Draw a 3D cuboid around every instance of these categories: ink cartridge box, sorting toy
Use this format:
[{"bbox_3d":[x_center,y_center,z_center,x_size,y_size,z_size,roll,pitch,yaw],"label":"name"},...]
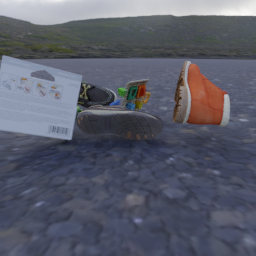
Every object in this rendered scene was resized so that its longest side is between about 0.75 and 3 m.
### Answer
[{"bbox_3d":[-2.092,-0.630,6.462,1.836,1.593,0.400,10,-1,-27],"label":"ink cartridge box"},{"bbox_3d":[0.242,-0.920,8.908,0.308,1.274,2.263,31,28,24],"label":"sorting toy"}]

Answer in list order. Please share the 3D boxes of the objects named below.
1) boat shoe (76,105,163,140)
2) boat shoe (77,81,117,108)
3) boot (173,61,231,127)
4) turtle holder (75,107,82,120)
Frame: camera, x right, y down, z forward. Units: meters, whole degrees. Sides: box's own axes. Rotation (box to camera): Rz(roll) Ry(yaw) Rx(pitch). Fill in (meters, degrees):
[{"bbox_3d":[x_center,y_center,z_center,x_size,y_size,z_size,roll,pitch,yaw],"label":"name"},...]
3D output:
[{"bbox_3d":[-0.186,-0.264,7.047,2.144,0.799,0.786,7,35,0],"label":"boat shoe"},{"bbox_3d":[-1.528,-1.145,9.525,2.378,0.848,0.716,11,-10,28],"label":"boat shoe"},{"bbox_3d":[1.884,-0.883,7.188,1.337,0.935,2.493,9,40,3],"label":"boot"},{"bbox_3d":[-1.654,-0.379,7.520,0.629,0.588,0.827,-53,5,-23],"label":"turtle holder"}]
